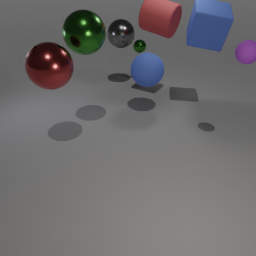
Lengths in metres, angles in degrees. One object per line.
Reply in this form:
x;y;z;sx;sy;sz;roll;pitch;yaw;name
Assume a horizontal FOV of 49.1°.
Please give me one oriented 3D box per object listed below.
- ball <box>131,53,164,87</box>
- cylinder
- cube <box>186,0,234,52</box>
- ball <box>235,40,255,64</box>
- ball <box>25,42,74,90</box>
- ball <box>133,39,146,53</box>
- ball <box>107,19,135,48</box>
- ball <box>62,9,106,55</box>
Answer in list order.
0.808;-2.421;11.687;1.400;1.400;1.400;0;30;0;ball
1.378;-4.729;11.959;1.400;1.400;1.400;26;37;19;cylinder
3.187;-4.100;11.100;1.400;1.400;1.400;11;48;1;cube
3.532;-2.236;8.261;0.700;0.700;0.700;0;30;0;ball
-2.332;-1.843;8.362;1.400;1.400;1.400;0;30;0;ball
0.633;-4.408;15.105;0.700;0.700;0.700;0;30;0;ball
-0.352;-4.769;14.176;1.400;1.400;1.400;0;30;0;ball
-1.419;-3.097;9.107;1.400;1.400;1.400;0;30;0;ball
